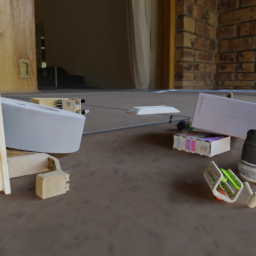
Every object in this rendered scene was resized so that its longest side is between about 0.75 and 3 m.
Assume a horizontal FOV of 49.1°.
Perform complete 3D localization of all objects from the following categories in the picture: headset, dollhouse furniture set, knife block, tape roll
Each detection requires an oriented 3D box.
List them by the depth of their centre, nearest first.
[{"bbox_3d":[-2.234,-0.127,6.279,2.449,0.809,2.449,12,3,-1],"label":"tape roll"},{"bbox_3d":[1.764,-0.132,9.075,0.886,0.416,0.547,15,13,17],"label":"headset"},{"bbox_3d":[2.928,-0.646,9.844,1.424,1.160,1.354,3,10,14],"label":"dollhouse furniture set"},{"bbox_3d":[-2.551,-0.670,10.649,1.334,0.935,0.940,1,10,3],"label":"dollhouse furniture set"},{"bbox_3d":[-3.069,-0.947,12.716,2.173,0.792,2.475,-5,10,-31],"label":"knife block"}]

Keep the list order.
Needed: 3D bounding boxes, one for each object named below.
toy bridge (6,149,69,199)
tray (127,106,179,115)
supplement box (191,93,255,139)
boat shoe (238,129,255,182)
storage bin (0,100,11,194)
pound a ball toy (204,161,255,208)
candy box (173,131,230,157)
[{"bbox_3d":[-1.733,0.642,4.855,2.402,0.327,0.807,9,11,43],"label":"toy bridge"},{"bbox_3d":[1.264,-0.927,14.146,2.407,0.267,1.292,-5,12,-24],"label":"tray"},{"bbox_3d":[2.451,-0.283,7.131,1.450,0.811,2.664,14,6,16],"label":"supplement box"},{"bbox_3d":[3.221,0.271,5.022,2.985,0.989,1.044,-4,10,-20],"label":"boat shoe"},{"bbox_3d":[-2.494,0.085,4.287,0.766,1.634,1.622,-10,14,-36],"label":"storage bin"},{"bbox_3d":[1.410,0.834,3.948,0.553,0.361,0.849,26,11,0],"label":"pound a ball toy"},{"bbox_3d":[1.701,0.336,6.495,0.839,0.358,1.000,-10,14,-42],"label":"candy box"}]
